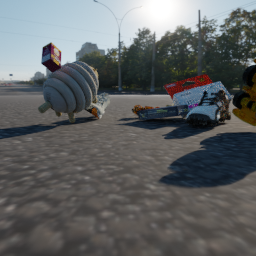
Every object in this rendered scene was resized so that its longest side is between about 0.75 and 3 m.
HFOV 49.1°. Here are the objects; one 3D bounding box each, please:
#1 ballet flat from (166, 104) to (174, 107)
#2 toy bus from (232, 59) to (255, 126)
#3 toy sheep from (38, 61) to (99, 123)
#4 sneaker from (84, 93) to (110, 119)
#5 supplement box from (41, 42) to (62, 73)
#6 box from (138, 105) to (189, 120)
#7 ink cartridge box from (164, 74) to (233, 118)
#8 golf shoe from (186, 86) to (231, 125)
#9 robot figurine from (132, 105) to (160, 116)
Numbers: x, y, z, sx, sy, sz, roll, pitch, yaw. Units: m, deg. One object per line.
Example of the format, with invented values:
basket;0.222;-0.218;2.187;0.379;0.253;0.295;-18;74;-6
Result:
ballet flat;2.156;-0.871;11.960;1.174;0.370;0.403;-3;-12;-18
toy bus;4.265;-0.985;8.375;1.754;1.827;1.240;4;25;-31
toy sheep;-2.007;-1.305;9.796;1.911;1.911;2.771;6;42;36
sneaker;-1.187;-1.022;11.536;0.819;0.996;2.165;34;7;-6
supplement box;-2.366;-2.190;8.678;0.391;0.757;0.496;-21;-34;21
box;1.340;-0.592;10.553;1.579;0.403;1.245;-6;5;30
ink cartridge box;2.937;-1.549;11.949;2.259;1.961;0.492;-17;-31;-13
golf shoe;2.693;-0.762;9.464;1.059;1.287;2.725;3;9;33
robot figurine;0.819;-0.722;11.905;1.330;0.387;0.964;3;18;-22
